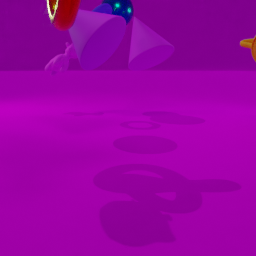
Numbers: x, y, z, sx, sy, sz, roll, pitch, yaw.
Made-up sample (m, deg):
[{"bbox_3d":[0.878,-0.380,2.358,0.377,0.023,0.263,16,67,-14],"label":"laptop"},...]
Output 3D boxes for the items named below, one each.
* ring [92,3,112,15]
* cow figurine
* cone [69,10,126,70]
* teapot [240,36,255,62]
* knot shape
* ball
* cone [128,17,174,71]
[{"bbox_3d":[-0.924,-3.184,8.294,1.167,0.233,1.167,-44,0,0],"label":"ring"},{"bbox_3d":[-2.349,-2.484,10.141,1.207,0.662,1.187,-15,42,38],"label":"cow figurine"},{"bbox_3d":[-1.052,-2.354,6.440,1.445,1.440,1.440,43,25,10],"label":"cone"},{"bbox_3d":[3.479,-1.882,6.553,0.924,1.173,1.887,-25,34,-23],"label":"teapot"},{"bbox_3d":[-0.762,-2.561,4.292,1.987,1.859,0.918,52,2,36],"label":"knot shape"},{"bbox_3d":[-0.397,-4.236,10.109,1.212,1.212,1.212,0,13,0],"label":"ball"},{"bbox_3d":[0.483,-2.972,9.196,1.586,1.592,1.586,-20,-9,-3],"label":"cone"}]
